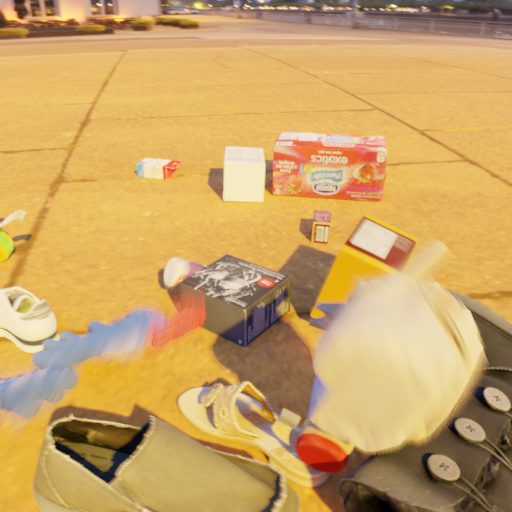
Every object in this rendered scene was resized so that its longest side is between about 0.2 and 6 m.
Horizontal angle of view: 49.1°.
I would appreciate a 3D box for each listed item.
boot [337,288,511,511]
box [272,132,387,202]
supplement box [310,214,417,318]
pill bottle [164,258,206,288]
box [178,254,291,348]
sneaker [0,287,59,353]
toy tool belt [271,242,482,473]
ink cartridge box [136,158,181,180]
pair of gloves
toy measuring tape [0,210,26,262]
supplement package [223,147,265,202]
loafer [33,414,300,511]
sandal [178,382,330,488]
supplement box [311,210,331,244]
[{"bbox_3d":[2.041,1.845,6.528,2.875,1.145,3.488,23,39,35],"label":"boot"},{"bbox_3d":[1.841,-2.271,14.063,2.756,1.316,1.374,4,28,8],"label":"box"},{"bbox_3d":[1.711,0.332,8.836,0.931,1.383,1.403,28,36,12],"label":"supplement box"},{"bbox_3d":[-1.113,0.356,9.723,0.870,0.484,0.484,14,18,-33],"label":"pill bottle"},{"bbox_3d":[-0.333,0.677,9.104,1.371,0.714,1.248,18,34,31],"label":"box"},{"bbox_3d":[-3.876,0.812,8.785,1.981,0.797,0.757,13,32,27],"label":"sneaker"},{"bbox_3d":[1.218,1.086,5.766,1.574,2.521,1.549,26,48,5],"label":"toy tool belt"},{"bbox_3d":[-2.629,-2.370,15.279,1.100,0.370,0.639,7,29,13],"label":"ink cartridge box"},{"bbox_3d":[-2.502,1.333,6.929,2.869,0.407,3.569,-15,6,46],"label":"pair of gloves"},{"bbox_3d":[-4.764,-0.303,10.611,1.896,0.697,0.697,-21,15,32],"label":"toy measuring tape"},{"bbox_3d":[-0.310,-2.040,13.955,0.984,0.991,1.306,2,28,-3],"label":"supplement package"},{"bbox_3d":[-0.996,2.294,5.707,2.892,1.007,1.087,5,28,9],"label":"loafer"},{"bbox_3d":[-0.044,1.872,6.785,2.238,0.736,0.821,22,34,34],"label":"sandal"},{"bbox_3d":[1.378,-0.611,11.838,0.368,0.467,0.713,5,29,6],"label":"supplement box"}]
